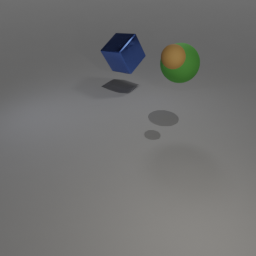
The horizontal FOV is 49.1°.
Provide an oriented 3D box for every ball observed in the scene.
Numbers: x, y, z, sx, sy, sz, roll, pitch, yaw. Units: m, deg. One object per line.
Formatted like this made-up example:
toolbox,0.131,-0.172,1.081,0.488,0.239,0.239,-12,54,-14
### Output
ball,1.294,-2.041,8.019,0.700,0.700,0.700,0,30,0
ball,1.850,-2.311,9.997,1.400,1.400,1.400,0,30,0

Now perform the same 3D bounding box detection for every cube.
cube,-0.229,-3.764,14.103,1.400,1.400,1.400,19,64,40
